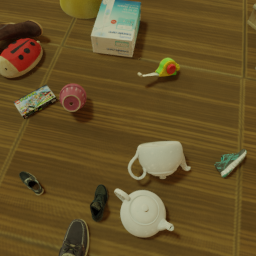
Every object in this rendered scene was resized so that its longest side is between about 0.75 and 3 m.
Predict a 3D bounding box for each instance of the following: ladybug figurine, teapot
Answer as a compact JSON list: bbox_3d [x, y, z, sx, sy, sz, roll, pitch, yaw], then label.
[{"bbox_3d":[-4.902,-3.286,12.679,1.591,0.843,2.344,30,66,15],"label":"ladybug figurine"},{"bbox_3d":[0.481,2.727,9.223,1.660,1.213,1.639,-9,62,-4],"label":"teapot"},{"bbox_3d":[1.133,1.181,9.994,1.756,1.733,1.282,-3,93,28],"label":"teapot"}]

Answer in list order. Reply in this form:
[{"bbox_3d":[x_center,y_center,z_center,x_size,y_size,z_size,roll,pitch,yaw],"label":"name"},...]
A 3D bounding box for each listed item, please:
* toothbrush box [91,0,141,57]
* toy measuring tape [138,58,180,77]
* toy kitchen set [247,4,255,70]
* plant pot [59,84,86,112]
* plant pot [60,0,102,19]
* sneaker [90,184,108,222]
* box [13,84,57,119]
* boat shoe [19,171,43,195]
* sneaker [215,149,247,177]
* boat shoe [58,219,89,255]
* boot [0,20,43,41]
[{"bbox_3d":[-0.513,-4.803,13.350,1.921,1.119,2.623,10,63,5],"label":"toothbrush box"},{"bbox_3d":[1.395,-2.624,12.089,2.102,0.773,0.773,-10,60,-27],"label":"toy measuring tape"},{"bbox_3d":[6.345,-4.546,12.501,2.600,2.352,2.882,-32,66,-16],"label":"toy kitchen set"},{"bbox_3d":[-2.215,-1.133,11.188,1.093,1.093,0.978,-8,24,-4],"label":"plant pot"},{"bbox_3d":[-2.242,-7.309,14.201,2.819,2.001,2.819,0,62,1],"label":"plant pot"},{"bbox_3d":[-0.988,2.500,9.632,0.490,0.734,1.281,10,60,3],"label":"sneaker"},{"bbox_3d":[-3.919,-1.131,11.843,1.560,0.271,0.859,-34,67,-16],"label":"box"},{"bbox_3d":[-3.524,1.932,10.129,1.162,0.393,0.417,37,69,20],"label":"boat shoe"},{"bbox_3d":[3.827,1.169,10.471,1.435,0.557,0.655,-36,64,-19],"label":"sneaker"},{"bbox_3d":[-1.766,4.010,8.787,0.835,0.752,2.321,9,62,5],"label":"boat shoe"},{"bbox_3d":[-5.342,-4.347,13.023,2.294,0.830,1.908,11,41,21],"label":"boot"}]
